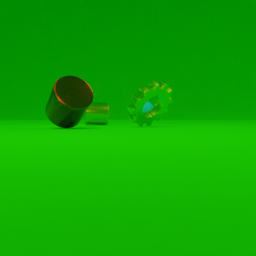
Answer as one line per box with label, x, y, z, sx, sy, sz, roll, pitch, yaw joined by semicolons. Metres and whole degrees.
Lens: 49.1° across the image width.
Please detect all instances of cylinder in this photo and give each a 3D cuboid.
cylinder;-1.619;-0.698;7.674;1.073;1.073;1.073;-1;-28;-30
cylinder;-1.362;-0.613;11.921;0.958;0.958;0.958;2;1;-14

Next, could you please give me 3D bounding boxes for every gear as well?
gear;0.751;-0.786;9.272;1.623;1.623;0.300;-1;37;-40

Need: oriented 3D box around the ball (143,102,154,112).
ball;0.654;-0.641;10.863;0.770;0.770;0.770;0;2;0
